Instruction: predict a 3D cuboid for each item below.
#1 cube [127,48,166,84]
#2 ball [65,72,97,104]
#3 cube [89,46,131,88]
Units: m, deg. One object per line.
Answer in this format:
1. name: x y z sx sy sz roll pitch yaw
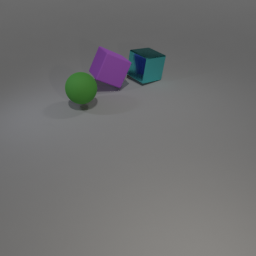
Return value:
1. cube: 0.967 -3.393 15.109 1.400 1.400 1.400 -18 41 -35
2. ball: -2.058 -1.750 12.315 1.400 1.400 1.400 0 33 0
3. cube: -0.921 -3.060 14.074 1.400 1.400 1.400 15 21 -31
